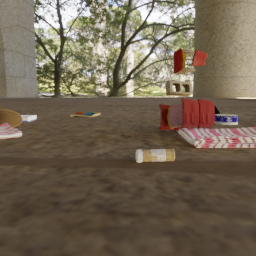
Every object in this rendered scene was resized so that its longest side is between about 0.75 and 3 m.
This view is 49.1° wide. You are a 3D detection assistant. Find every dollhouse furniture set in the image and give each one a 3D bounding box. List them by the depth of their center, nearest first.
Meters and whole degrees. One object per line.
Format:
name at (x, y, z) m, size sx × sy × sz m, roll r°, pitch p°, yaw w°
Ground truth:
dollhouse furniture set at (1.892, -1.370, 9.377) m, size 1.188 × 2.921 × 1.572 m, roll 2°, pitch -6°, yaw -21°

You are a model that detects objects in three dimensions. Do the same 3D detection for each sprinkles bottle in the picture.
sprinkles bottle at (0.557, 0.563, 5.749) m, size 0.782 × 0.267 × 0.267 m, roll -1°, pitch 8°, yaw -7°

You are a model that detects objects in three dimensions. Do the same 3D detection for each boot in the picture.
boot at (-5.200, -0.376, 10.981) m, size 1.970 × 0.726 × 1.524 m, roll 1°, pitch 1°, yaw -22°

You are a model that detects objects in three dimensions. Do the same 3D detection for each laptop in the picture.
laptop at (4.693, -0.843, 14.197) m, size 1.359 × 0.702 × 1.205 m, roll -2°, pitch 9°, yaw -13°

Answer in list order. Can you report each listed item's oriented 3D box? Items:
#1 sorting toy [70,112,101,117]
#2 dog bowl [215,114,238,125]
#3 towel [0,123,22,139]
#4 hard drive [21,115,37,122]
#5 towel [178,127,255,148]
sorting toy at (-2.245, -0.804, 15.531) m, size 1.344 × 0.241 × 1.804 m, roll 2°, pitch 8°, yaw 14°
dog bowl at (4.198, -0.373, 11.997) m, size 0.966 × 0.380 × 0.966 m, roll 0°, pitch 8°, yaw 0°
towel at (-4.337, 0.106, 8.973) m, size 1.375 × 0.281 × 1.879 m, roll -6°, pitch 10°, yaw -35°
hard drive at (-5.343, -0.457, 13.145) m, size 1.732 × 0.220 × 1.143 m, roll 0°, pitch 8°, yaw 2°
towel at (2.886, 0.188, 7.996) m, size 2.626 × 0.393 × 1.922 m, roll -1°, pitch 7°, yaw -3°
